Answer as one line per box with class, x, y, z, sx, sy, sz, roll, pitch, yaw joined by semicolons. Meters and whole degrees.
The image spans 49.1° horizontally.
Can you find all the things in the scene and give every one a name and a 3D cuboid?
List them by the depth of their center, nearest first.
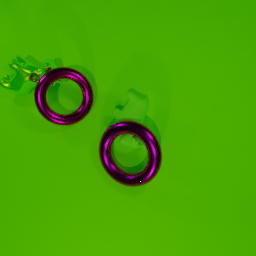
ring;0.030;0.696;7.502;1.837;0.367;1.837;6;103;24
cow figurine;0.195;-0.170;7.761;1.361;0.759;1.383;42;101;30
ring;-1.756;-0.866;7.781;1.634;0.327;1.634;-4;102;-18
cow figurine;-2.740;-1.436;8.110;1.493;0.833;1.517;31;116;-20
